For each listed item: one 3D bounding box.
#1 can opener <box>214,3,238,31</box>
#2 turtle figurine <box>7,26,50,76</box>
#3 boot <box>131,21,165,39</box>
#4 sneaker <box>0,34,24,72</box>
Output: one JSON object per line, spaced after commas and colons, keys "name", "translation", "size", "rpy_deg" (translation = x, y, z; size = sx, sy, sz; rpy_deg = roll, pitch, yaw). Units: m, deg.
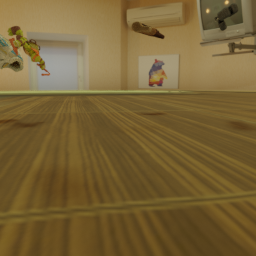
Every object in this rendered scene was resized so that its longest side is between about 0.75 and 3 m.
{"name": "can opener", "translation": [2.958, -3.269, 8.358], "size": [0.448, 0.562, 1.680], "rpy_deg": [-25, 10, 14]}
{"name": "turtle figurine", "translation": [-2.901, -2.344, 8.037], "size": [1.452, 0.580, 1.801], "rpy_deg": [49, 4, 26]}
{"name": "boot", "translation": [0.793, -3.882, 11.299], "size": [0.983, 0.428, 1.182], "rpy_deg": [10, 17, -47]}
{"name": "sneaker", "translation": [-3.882, -2.261, 8.364], "size": [0.759, 0.801, 1.984], "rpy_deg": [-25, -11, 20]}
